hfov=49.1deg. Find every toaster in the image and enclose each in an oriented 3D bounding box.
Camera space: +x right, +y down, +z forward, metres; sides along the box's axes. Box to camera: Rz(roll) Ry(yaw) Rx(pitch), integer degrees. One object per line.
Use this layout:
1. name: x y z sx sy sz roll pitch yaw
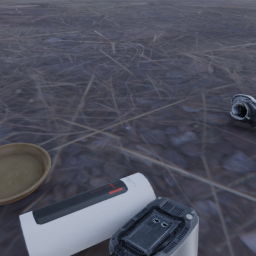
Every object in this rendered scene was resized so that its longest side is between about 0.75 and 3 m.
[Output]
1. toaster: 0.392 1.822 4.030 0.886 1.007 1.558 12 30 42

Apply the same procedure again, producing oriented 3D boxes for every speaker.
1. speaker: -0.592 1.464 4.607 2.122 0.862 0.862 -16 34 -22

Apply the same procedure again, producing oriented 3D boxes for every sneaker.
1. sneaker: 3.455 -0.639 8.461 0.968 0.642 1.701 17 27 -24

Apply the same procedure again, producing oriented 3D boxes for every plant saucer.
1. plant saucer: -2.671 1.001 6.195 1.933 0.285 1.933 -2 33 1
